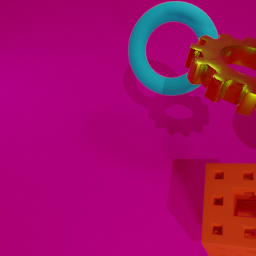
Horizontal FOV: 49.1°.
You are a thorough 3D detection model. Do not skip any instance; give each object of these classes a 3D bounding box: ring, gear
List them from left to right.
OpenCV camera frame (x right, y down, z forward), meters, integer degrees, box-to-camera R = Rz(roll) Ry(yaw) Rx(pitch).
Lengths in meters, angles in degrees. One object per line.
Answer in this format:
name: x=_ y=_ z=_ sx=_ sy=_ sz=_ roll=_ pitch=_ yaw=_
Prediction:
ring: x=0.950 y=-1.685 z=6.087 sx=1.966 sy=1.966 sz=0.393 roll=20 pitch=20 yaw=12
gear: x=1.769 y=-0.842 z=4.137 sx=1.789 sy=0.331 sz=1.789 roll=5 pitch=42 yaw=-5

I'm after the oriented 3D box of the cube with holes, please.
cube with holes: x=2.104 y=1.542 z=4.812 sx=1.370 sy=1.370 sz=1.370 roll=-3 pitch=53 yaw=24
